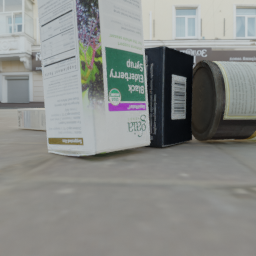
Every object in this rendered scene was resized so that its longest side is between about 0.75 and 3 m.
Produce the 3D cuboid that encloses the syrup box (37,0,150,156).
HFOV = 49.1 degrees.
[{"bbox_3d":[-0.504,-1.093,4.111,1.174,2.882,1.135,-3,2,43],"label":"syrup box"}]

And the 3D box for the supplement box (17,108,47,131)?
[{"bbox_3d":[-2.210,-0.259,7.977,1.634,0.601,1.030,3,6,33],"label":"supplement box"}]

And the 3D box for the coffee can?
[{"bbox_3d":[2.356,-0.513,5.397,2.067,1.513,1.513,0,5,-7],"label":"coffee can"}]

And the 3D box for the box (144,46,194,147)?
[{"bbox_3d":[0.042,-0.570,5.492,2.199,1.632,1.177,4,6,36],"label":"box"}]
